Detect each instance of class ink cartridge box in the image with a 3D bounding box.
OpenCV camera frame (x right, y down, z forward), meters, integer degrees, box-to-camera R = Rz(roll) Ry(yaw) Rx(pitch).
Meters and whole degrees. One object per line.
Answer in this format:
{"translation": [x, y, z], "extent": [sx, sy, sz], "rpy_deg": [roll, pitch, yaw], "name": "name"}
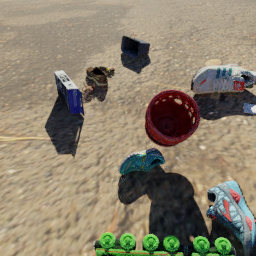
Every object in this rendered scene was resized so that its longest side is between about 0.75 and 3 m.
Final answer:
{"translation": [-2.209, -1.284, 10.423], "extent": [0.410, 1.041, 2.092], "rpy_deg": [-18, 38, -24], "name": "ink cartridge box"}

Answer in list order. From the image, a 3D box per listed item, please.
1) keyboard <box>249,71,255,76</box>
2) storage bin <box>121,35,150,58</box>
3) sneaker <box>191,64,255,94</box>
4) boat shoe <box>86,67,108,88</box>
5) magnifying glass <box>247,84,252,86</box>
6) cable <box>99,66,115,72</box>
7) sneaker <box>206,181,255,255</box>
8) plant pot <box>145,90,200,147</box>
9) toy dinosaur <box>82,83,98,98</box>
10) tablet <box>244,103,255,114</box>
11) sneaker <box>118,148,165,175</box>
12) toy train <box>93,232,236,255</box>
{"translation": [4.874, -2.638, 13.013], "extent": [2.126, 0.113, 0.598], "rpy_deg": [14, 38, 25], "name": "keyboard"}
{"translation": [0.452, -4.437, 14.987], "extent": [0.975, 1.057, 1.452], "rpy_deg": [-16, 37, -38], "name": "storage bin"}
{"translation": [3.921, -1.911, 11.315], "extent": [2.860, 1.007, 1.337], "rpy_deg": [-15, 33, -25], "name": "sneaker"}
{"translation": [-1.346, -2.422, 12.351], "extent": [0.650, 0.651, 1.759], "rpy_deg": [-20, 40, -26], "name": "boat shoe"}
{"translation": [5.365, -2.163, 12.446], "extent": [0.491, 0.138, 1.233], "rpy_deg": [23, 41, 30], "name": "magnifying glass"}
{"translation": [-0.981, -2.864, 13.327], "extent": [0.472, 0.244, 0.971], "rpy_deg": [-28, 44, -33], "name": "cable"}
{"translation": [2.241, 2.027, 6.214], "extent": [0.922, 0.765, 1.930], "rpy_deg": [-11, 28, 8], "name": "sneaker"}
{"translation": [1.156, -0.196, 7.775], "extent": [1.411, 1.285, 1.411], "rpy_deg": [0, 75, -1], "name": "plant pot"}
{"translation": [-1.562, -1.570, 11.427], "extent": [0.608, 0.385, 0.897], "rpy_deg": [4, 41, -5], "name": "toy dinosaur"}
{"translation": [4.865, -0.678, 10.409], "extent": [1.068, 0.073, 0.695], "rpy_deg": [10, 37, 15], "name": "tablet"}
{"translation": [0.392, 0.964, 7.737], "extent": [1.420, 0.550, 0.566], "rpy_deg": [-18, 48, -24], "name": "sneaker"}
{"translation": [0.707, 2.559, 5.472], "extent": [2.829, 0.590, 0.798], "rpy_deg": [1, 46, 2], "name": "toy train"}
